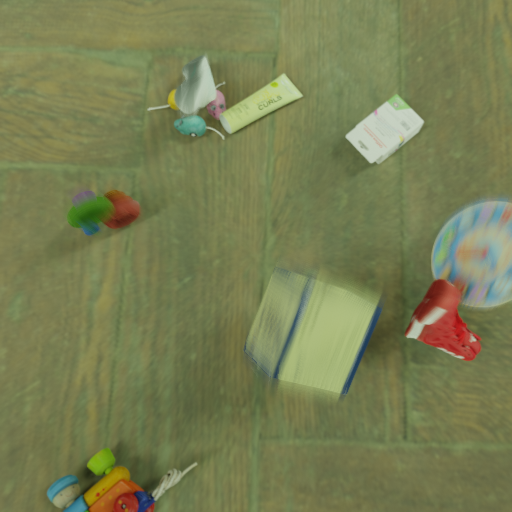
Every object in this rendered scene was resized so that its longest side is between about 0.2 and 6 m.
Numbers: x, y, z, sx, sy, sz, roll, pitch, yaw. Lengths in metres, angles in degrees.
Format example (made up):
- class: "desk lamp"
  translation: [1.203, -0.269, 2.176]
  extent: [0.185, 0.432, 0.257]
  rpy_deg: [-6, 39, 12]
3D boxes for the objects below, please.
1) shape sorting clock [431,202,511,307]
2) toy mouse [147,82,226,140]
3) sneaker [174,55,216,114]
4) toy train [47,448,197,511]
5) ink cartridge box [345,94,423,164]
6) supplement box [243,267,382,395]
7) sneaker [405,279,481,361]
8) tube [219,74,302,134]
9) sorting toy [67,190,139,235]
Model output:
- class: "shape sorting clock"
  translation: [3.923, -0.057, 9.616]
  extent: [1.925, 0.378, 1.925]
  rpy_deg: [-20, 60, 39]
- class: "toy mouse"
  translation: [-1.121, -2.963, 11.437]
  extent: [1.685, 0.326, 1.498]
  rpy_deg: [-34, 73, -16]
- class: "sneaker"
  translation: [-1.093, -3.243, 10.993]
  extent: [0.662, 0.754, 1.881]
  rpy_deg: [-19, 37, 21]
- class: "toy train"
  translation: [-2.315, 3.846, 9.552]
  extent: [2.395, 1.014, 1.386]
  rpy_deg: [-41, 66, -9]
- class: "ink cartridge box"
  translation: [2.542, -2.466, 11.309]
  extent: [1.429, 0.481, 0.837]
  rpy_deg: [-38, 79, -9]
- class: "supplement box"
  translation: [0.878, 1.188, 8.941]
  extent: [1.526, 1.026, 1.528]
  rpy_deg: [18, 95, -28]
- class: "sneaker"
  translation: [3.364, 1.108, 9.456]
  extent: [1.223, 2.116, 0.829]
  rpy_deg: [24, 74, 10]
- class: "tube"
  translation: [0.066, -3.133, 11.531]
  extent: [1.736, 0.451, 0.504]
  rpy_deg: [-32, 116, -13]
- class: "sorting toy"
  translation: [-2.918, -0.920, 10.311]
  extent: [0.977, 1.626, 0.667]
  rpy_deg: [-35, 74, 21]
